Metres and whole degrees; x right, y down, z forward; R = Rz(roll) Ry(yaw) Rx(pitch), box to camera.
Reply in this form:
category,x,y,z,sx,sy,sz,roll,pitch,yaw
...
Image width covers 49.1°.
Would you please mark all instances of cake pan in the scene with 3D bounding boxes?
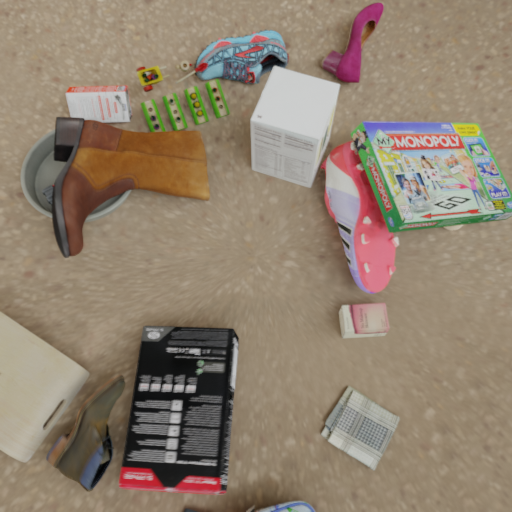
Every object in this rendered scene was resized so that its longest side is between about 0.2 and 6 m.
category,x,y,z,sx,sy,sz,roll,pitch,yaw
cake pan,-3.724,-1.752,12.019,2.475,0.454,2.475,0,66,0

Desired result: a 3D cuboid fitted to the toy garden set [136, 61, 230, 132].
category,x,y,z,sx,sy,sz,roll,pitch,yaw
toy garden set,-1.687,-3.655,12.521,1.849,0.369,1.542,-20,98,-8

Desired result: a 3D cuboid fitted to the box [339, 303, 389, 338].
category,x,y,z,sx,sy,sz,roll,pitch,yaw
box,2.050,1.236,10.695,0.847,0.462,0.542,-4,66,-2

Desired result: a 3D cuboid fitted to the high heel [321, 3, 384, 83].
category,x,y,z,sx,sy,sz,roll,pitch,yaw
high heel,2.613,-5.028,13.310,1.075,0.754,2.236,36,85,25

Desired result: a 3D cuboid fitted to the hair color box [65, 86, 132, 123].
category,x,y,z,sx,sy,sz,roll,pitch,yaw
hair color box,-3.508,-3.399,12.567,1.310,0.726,0.419,-1,38,-1

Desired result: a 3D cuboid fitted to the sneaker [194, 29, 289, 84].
category,x,y,z,sx,sy,sz,roll,pitch,yaw
sneaker,-0.297,-4.491,13.007,2.284,0.906,1.091,-21,69,-8

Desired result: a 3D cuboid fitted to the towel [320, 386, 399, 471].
category,x,y,z,sx,sy,sz,roll,pitch,yaw
towel,1.865,3.055,10.038,1.130,0.195,1.088,30,70,13

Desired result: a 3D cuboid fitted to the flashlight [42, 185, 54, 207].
category,x,y,z,sx,sy,sz,roll,pitch,yaw
flashlight,-3.722,-1.538,11.880,1.552,0.527,0.525,-34,96,-18

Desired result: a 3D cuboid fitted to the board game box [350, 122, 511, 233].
category,x,y,z,sx,sy,sz,roll,pitch,yaw
board game box,3.623,-1.648,11.210,3.254,0.474,2.190,-7,70,-29

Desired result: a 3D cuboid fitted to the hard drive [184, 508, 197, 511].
category,x,y,z,sx,sy,sz,roll,pitch,yaw
hard drive,-1.045,4.672,9.303,0.538,0.127,0.771,11,62,12

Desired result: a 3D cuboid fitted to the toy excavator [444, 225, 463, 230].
category,x,y,z,sx,sy,sz,roll,pitch,yaw
toy excavator,3.377,-1.475,11.719,1.960,0.979,1.906,-1,65,-12

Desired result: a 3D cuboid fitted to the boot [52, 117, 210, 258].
category,x,y,z,sx,sy,sz,roll,pitch,yaw
boot,-2.511,-1.328,11.450,3.110,1.065,2.928,3,68,-22

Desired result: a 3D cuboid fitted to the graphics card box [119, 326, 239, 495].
category,x,y,z,sx,sy,sz,roll,pitch,yaw
graphics card box,-1.292,2.649,9.849,1.752,0.710,2.792,0,67,9

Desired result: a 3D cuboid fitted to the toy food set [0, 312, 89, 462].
category,x,y,z,sx,sy,sz,roll,pitch,yaw
toy food set,-4.630,2.217,10.200,2.581,0.780,1.852,32,69,5

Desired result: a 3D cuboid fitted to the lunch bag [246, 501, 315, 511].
category,x,y,z,sx,sy,sz,roll,pitch,yaw
lunch bag,0.381,5.038,8.834,1.744,0.822,2.177,-17,68,-5

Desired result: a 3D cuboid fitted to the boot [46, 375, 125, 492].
category,x,y,z,sx,sy,sz,roll,pitch,yaw
boot,-2.643,3.036,9.604,0.956,0.737,1.973,38,95,16

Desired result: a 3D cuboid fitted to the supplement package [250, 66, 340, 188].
category,x,y,z,sx,sy,sz,roll,pitch,yaw
supplement package,0.772,-2.616,11.613,1.402,1.861,1.412,18,69,8

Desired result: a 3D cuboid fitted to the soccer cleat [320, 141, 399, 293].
category,x,y,z,sx,sy,sz,roll,pitch,yaw
soccer cleat,1.999,-0.756,11.317,1.082,1.240,3.243,5,70,-31
